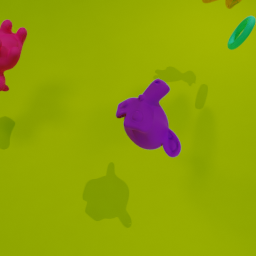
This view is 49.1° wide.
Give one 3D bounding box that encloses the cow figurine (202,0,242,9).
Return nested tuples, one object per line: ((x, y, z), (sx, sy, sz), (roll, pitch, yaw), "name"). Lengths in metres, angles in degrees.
((2.754, -4.060, 8.130), (1.232, 1.252, 0.687), (0, 56, 30), "cow figurine")

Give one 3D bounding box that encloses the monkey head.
((0.505, -0.268, 6.071), (1.390, 1.164, 1.932), (-47, 42, 6), "monkey head")

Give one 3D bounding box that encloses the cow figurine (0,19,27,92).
((-3.205, -1.716, 7.101), (0.878, 1.575, 1.600), (23, 53, -25), "cow figurine")

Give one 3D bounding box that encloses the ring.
((3.284, -2.754, 8.141), (0.211, 1.055, 1.055), (30, 61, -7), "ring")
